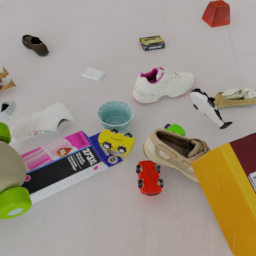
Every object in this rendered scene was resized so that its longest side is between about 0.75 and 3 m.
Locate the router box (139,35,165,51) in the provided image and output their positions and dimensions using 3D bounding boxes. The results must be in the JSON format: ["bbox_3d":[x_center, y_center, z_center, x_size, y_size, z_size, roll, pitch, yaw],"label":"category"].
[{"bbox_3d":[1.079,-3.802,12.545,0.976,0.255,0.768,-12,47,-11],"label":"router box"}]

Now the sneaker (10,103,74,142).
[{"bbox_3d":[-2.626,-0.059,8.711,2.006,0.755,0.887,-34,68,-29],"label":"sneaker"}]

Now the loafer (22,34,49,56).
[{"bbox_3d":[-4.069,-3.773,12.263,1.753,0.625,0.640,34,55,28],"label":"loafer"}]

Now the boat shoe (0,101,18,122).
[{"bbox_3d":[-2.855,-0.486,6.657,0.308,0.314,0.882,-27,33,1],"label":"boat shoe"}]

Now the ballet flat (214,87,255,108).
[{"bbox_3d":[3.892,-1.100,9.717,1.935,0.610,0.664,-12,47,-11],"label":"ballet flat"}]

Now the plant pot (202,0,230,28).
[{"bbox_3d":[4.456,-5.748,13.944,1.067,0.941,1.068,-14,48,-12],"label":"plant pot"}]

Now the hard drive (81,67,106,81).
[{"bbox_3d":[-1.362,-2.137,11.059,0.798,0.106,0.526,19,49,18],"label":"hard drive"}]

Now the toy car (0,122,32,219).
[{"bbox_3d":[-4.057,1.393,6.451,2.830,2.233,2.325,-35,64,14],"label":"toy car"}]

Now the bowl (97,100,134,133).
[{"bbox_3d":[-0.383,-0.284,8.929,1.178,0.616,1.178,0,47,0],"label":"bowl"}]

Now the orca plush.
[{"bbox_3d":[2.612,-0.707,8.606,1.604,0.844,0.570,40,72,1],"label":"orca plush"}]

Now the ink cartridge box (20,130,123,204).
[{"bbox_3d":[-1.730,0.940,7.866,2.938,0.545,1.391,-22,50,-23],"label":"ink cartridge box"}]

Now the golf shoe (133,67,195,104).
[{"bbox_3d":[1.365,-1.662,9.912,2.485,1.137,0.936,-19,48,-20],"label":"golf shoe"}]

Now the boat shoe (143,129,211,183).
[{"bbox_3d":[1.740,0.765,7.415,2.644,0.853,0.942,18,50,-8],"label":"boat shoe"}]

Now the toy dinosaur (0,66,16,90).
[{"bbox_3d":[-4.871,-1.464,10.138,1.362,0.774,2.564,-27,40,0],"label":"toy dinosaur"}]

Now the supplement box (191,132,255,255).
[{"bbox_3d":[3.135,1.262,6.248,2.335,1.551,2.303,-18,74,-17],"label":"supplement box"}]

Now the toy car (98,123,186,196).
[{"bbox_3d":[0.684,0.634,8.080,2.374,0.563,2.523,-27,55,-26],"label":"toy car"}]
